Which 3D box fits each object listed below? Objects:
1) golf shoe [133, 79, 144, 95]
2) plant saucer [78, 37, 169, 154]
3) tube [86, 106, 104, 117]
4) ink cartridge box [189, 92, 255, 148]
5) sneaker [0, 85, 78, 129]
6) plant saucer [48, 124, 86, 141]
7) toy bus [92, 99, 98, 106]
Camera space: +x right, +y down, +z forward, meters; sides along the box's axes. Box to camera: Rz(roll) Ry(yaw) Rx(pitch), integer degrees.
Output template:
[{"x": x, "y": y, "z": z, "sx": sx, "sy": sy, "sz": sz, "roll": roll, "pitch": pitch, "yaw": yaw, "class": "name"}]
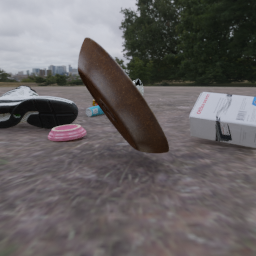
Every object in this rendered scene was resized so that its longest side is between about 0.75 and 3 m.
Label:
[{"x": 0.408, "y": -1.646, "z": 10.898, "sx": 0.536, "sy": 0.666, "sz": 1.370, "roll": 2, "pitch": 32, "yaw": -9, "class": "golf shoe"}, {"x": -0.171, "y": -0.355, "z": 4.197, "sx": 0.376, "sy": 2.058, "sz": 2.058, "roll": -38, "pitch": 18, "yaw": -7, "class": "plant saucer"}, {"x": -1.024, "y": -0.667, "z": 10.263, "sx": 0.305, "sy": 0.468, "sz": 1.210, "roll": 32, "pitch": 28, "yaw": 27, "class": "tube"}, {"x": 2.048, "y": -0.205, "z": 5.688, "sx": 1.361, "sy": 0.573, "sz": 0.984, "roll": 11, "pitch": 42, "yaw": 27, "class": "ink cartridge box"}, {"x": -2.532, "y": -0.760, "z": 7.756, "sx": 2.551, "sy": 0.963, "sz": 1.468, "roll": -1, "pitch": 38, "yaw": 7, "class": "sneaker"}, {"x": -1.377, "y": 0.088, "z": 6.321, "sx": 0.854, "sy": 0.217, "sz": 0.854, "roll": -4, "pitch": 13, "yaw": 1, "class": "plant saucer"}, {"x": -1.069, "y": -1.001, "z": 11.314, "sx": 0.702, "sy": 0.385, "sz": 0.744, "roll": -18, "pitch": 50, "yaw": -28, "class": "toy bus"}]
